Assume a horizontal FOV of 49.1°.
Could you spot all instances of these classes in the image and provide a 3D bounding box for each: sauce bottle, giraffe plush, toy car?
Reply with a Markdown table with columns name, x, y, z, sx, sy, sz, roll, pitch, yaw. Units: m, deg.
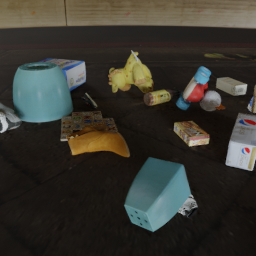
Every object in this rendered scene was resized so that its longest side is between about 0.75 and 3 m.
| name | x | y | z | sx | sy | sz | roll | pitch | yaw |
| --- | --- | --- | --- | --- | --- | --- | --- | --- | --- |
| sauce bottle | 1.717 | -1.566 | 13.644 | 2.002 | 0.661 | 0.661 | -17 | 30 | -28 |
| giraffe plush | 0.001 | -2.669 | 14.867 | 1.963 | 2.420 | 2.088 | -25 | 27 | 21 |
| toy car | 3.551 | -1.439 | 12.765 | 1.961 | 1.808 | 1.735 | 34 | 32 | 4 |

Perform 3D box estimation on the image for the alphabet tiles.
| name | x | y | z | sx | sy | sz | roll | pitch | yaw |
| --- | --- | --- | --- | --- | --- | --- | --- | --- | --- |
| alphabet tiles | -1.603 | -0.160 | 11.319 | 2.140 | 0.097 | 2.560 | -4 | 26 | -11 |

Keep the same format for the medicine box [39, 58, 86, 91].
| name | x | y | z | sx | sy | sz | roll | pitch | yaw |
| --- | --- | --- | --- | --- | --- | --- | --- | --- | --- |
| medicine box | -4.029 | -3.025 | 15.916 | 2.534 | 1.304 | 2.309 | 8 | 27 | 16 |

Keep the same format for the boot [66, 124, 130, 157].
| name | x | y | z | sx | sy | sz | roll | pitch | yaw |
| --- | --- | --- | --- | --- | --- | --- | --- | --- | --- |
| boot | -1.064 | 0.601 | 9.207 | 1.578 | 0.776 | 2.205 | -21 | 32 | -23 |

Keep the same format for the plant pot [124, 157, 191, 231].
| name | x | y | z | sx | sy | sz | roll | pitch | yaw |
| --- | --- | --- | --- | --- | --- | --- | --- | --- | --- |
| plant pot | 0.605 | 1.525 | 6.283 | 0.960 | 0.961 | 1.359 | 9 | 41 | 39 |

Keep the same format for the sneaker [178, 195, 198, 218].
| name | x | y | z | sx | sy | sz | roll | pitch | yaw |
| --- | --- | --- | --- | --- | --- | --- | --- | --- | --- |
| sneaker | 1.205 | 1.889 | 6.757 | 1.024 | 0.386 | 0.589 | -4 | 24 | -12 |

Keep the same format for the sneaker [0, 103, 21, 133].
| name | x | y | z | sx | sy | sz | roll | pitch | yaw |
| --- | --- | --- | --- | --- | --- | --- | --- | --- | --- |
| sneaker | -5.103 | -0.527 | 11.409 | 0.944 | 0.880 | 2.382 | -9 | 32 | -39 |

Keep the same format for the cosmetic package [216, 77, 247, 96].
| name | x | y | z | sx | sy | sz | roll | pitch | yaw |
| --- | --- | --- | --- | --- | --- | --- | --- | --- | --- |
| cosmetic package | 5.606 | -2.281 | 15.242 | 0.793 | 0.560 | 1.532 | -10 | 28 | -20 |

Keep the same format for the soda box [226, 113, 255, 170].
| name | x | y | z | sx | sy | sz | roll | pitch | yaw |
| --- | --- | --- | --- | --- | --- | --- | --- | --- | --- |
| soda box | 3.919 | 0.359 | 9.372 | 0.817 | 0.874 | 2.567 | 12 | 28 | 24 |

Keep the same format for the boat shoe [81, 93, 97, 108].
| name | x | y | z | sx | sy | sz | roll | pitch | yaw |
| --- | --- | --- | --- | --- | --- | --- | --- | --- | --- |
| boat shoe | -1.836 | -1.246 | 13.334 | 0.378 | 0.441 | 1.206 | -43 | 47 | -3 |

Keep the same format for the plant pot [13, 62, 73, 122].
| name | x | y | z | sx | sy | sz | roll | pitch | yaw |
| --- | --- | --- | --- | --- | --- | --- | --- | --- | --- |
| plant pot | -3.815 | -1.714 | 12.315 | 2.585 | 2.075 | 2.585 | -1 | 26 | 0 |

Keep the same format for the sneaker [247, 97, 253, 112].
| name | x | y | z | sx | sy | sz | roll | pitch | yaw |
| --- | --- | --- | --- | --- | --- | --- | --- | --- | --- |
| sneaker | 6.153 | -0.885 | 12.183 | 1.792 | 0.690 | 0.678 | 20 | 31 | 34 |

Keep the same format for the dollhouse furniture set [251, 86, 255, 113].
| name | x | y | z | sx | sy | sz | roll | pitch | yaw |
| --- | --- | --- | --- | --- | --- | --- | --- | --- | --- |
| dollhouse furniture set | 5.347 | -0.737 | 10.620 | 1.473 | 1.859 | 1.320 | 9 | 23 | 24 |

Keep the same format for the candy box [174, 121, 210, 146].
| name | x | y | z | sx | sy | sz | roll | pitch | yaw |
| --- | --- | --- | --- | --- | --- | --- | --- | --- | --- |
| candy box | 2.318 | 0.178 | 10.333 | 0.769 | 0.368 | 1.332 | -7 | 27 | -14 |
